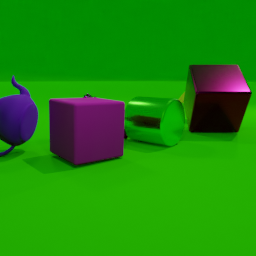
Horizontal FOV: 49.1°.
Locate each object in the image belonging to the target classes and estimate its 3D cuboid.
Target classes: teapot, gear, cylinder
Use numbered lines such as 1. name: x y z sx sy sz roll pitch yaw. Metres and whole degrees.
1. teapot: -2.188 -0.227 5.297 0.775 1.583 0.984 12 -11 4
2. gear: -0.505 -0.284 6.704 1.420 0.263 1.420 36 11 -8
3. cylinder: 0.580 -0.166 6.150 1.008 1.008 1.008 8 13 37

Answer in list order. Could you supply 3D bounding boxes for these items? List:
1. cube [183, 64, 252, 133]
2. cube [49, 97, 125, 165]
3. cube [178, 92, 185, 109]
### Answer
1. cube: 2.252 -0.778 7.358 1.307 1.307 1.307 0 43 2
2. cube: -0.753 -0.005 5.063 1.005 1.005 1.005 -7 13 -38
3. cube: 2.323 -0.875 9.342 0.795 0.795 0.795 41 -2 -43
